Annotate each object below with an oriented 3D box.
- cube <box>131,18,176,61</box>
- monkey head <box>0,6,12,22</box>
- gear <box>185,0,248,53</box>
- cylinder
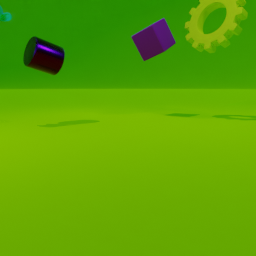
[{"bbox_3d":[0.947,-3.223,10.246,1.012,1.012,1.012,-15,21,42],"label":"cube"},{"bbox_3d":[-3.618,-2.899,7.256,1.144,0.823,0.689,25,42,11],"label":"monkey head"},{"bbox_3d":[2.824,-3.516,9.187,0.376,2.034,2.034,14,-3,-42],"label":"gear"},{"bbox_3d":[-2.509,-2.139,8.369,0.909,0.909,0.909,14,-2,-41],"label":"cylinder"}]
